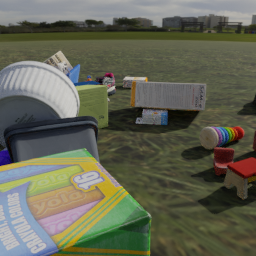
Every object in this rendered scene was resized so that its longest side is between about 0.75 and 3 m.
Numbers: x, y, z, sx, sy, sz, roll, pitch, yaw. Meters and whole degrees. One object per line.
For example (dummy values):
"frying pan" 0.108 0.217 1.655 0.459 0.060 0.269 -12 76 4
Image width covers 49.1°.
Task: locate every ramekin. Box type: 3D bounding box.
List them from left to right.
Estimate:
"ramekin" -2.247 -0.361 6.547 2.129 2.129 1.117 -1 38 -2

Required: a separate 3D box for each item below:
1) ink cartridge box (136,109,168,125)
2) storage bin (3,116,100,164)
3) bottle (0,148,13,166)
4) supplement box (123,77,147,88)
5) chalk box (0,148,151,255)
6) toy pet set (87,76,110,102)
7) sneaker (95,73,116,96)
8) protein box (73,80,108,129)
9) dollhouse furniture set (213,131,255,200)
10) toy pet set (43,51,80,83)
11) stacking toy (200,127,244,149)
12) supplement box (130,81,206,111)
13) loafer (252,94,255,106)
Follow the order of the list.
"ink cartridge box" 0.850 -0.411 10.060 1.112 0.377 0.640 2 22 6
"storage bin" -1.526 0.779 6.037 2.010 1.463 1.350 -7 50 -17
"bottle" -2.836 0.760 6.906 0.671 0.524 1.606 6 22 9
"supplement box" 0.392 -2.455 15.106 1.224 0.450 0.771 4 22 9
"chalk box" -1.449 1.624 2.990 2.944 1.831 1.822 -13 25 -27
"toy pet set" -1.192 -1.358 11.305 0.694 1.307 1.221 -12 41 31
"sneaker" -1.347 -1.890 13.010 1.031 0.955 2.557 6 23 15
"protein box" -1.525 -0.699 9.314 1.441 1.451 0.979 -16 27 -35
"dollhouse furniture set" 3.313 0.440 6.792 2.944 1.197 1.584 -10 24 -25
"toy pet set" -2.876 -1.421 9.792 2.727 1.448 2.546 -22 24 29
"stacking toy" 2.867 0.228 8.256 1.514 0.646 0.646 -6 22 -30
"supplement box" 1.549 -1.193 10.708 2.649 0.974 1.670 4 5 11
"loafer" 6.140 -1.399 12.028 0.948 0.970 2.659 25 36 28
